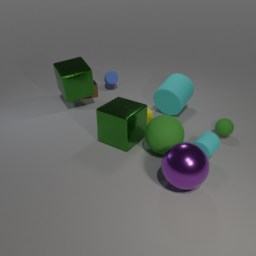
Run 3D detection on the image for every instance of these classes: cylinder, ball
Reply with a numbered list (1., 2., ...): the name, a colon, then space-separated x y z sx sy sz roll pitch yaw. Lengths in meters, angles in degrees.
1. cylinder: -0.914 -2.693 15.224 0.700 0.700 0.700 -6 2 -9
2. ball: 1.289 0.232 9.912 1.400 1.400 1.400 0 30 0
3. cylinder: 2.077 -1.522 12.671 1.400 1.400 1.400 18 48 28
4. ball: 3.767 -0.029 10.934 0.700 0.700 0.700 0 30 0
5. cylinder: 2.597 0.581 9.343 0.700 0.700 0.700 24 45 35
6. ball: 1.693 1.115 8.313 1.400 1.400 1.400 0 30 0

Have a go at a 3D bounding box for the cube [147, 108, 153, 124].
1. cube: 0.578 -0.430 11.735 0.700 0.700 0.700 -10 30 -15

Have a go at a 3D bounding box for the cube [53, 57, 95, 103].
1. cube: -2.511 -2.276 13.094 1.400 1.400 1.400 -20 46 -19

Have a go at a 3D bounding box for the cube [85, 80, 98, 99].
1. cube: -1.972 -2.003 14.482 0.700 0.700 0.700 -10 32 -16

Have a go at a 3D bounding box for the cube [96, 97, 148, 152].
1. cube: -0.214 -0.190 10.650 1.400 1.400 1.400 19 35 29
